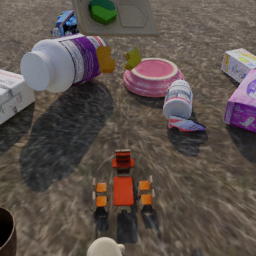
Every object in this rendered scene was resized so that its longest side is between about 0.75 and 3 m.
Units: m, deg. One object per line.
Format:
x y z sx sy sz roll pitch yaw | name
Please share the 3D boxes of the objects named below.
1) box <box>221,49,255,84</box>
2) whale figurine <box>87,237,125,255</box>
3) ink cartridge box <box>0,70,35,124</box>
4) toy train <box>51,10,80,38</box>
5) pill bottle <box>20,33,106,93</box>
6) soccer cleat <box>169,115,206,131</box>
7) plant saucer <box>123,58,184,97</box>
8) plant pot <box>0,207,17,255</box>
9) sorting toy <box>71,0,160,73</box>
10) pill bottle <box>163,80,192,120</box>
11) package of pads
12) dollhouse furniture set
4.101 -2.153 9.914 0.808 0.728 1.437 -14 42 -17 | box
-0.307 2.322 4.804 0.896 0.465 0.713 39 53 7 | whale figurine
-4.042 -0.852 8.150 1.548 0.875 2.114 16 39 19 | ink cartridge box
-2.672 -4.679 12.861 1.310 0.994 2.293 -1 41 12 | toy train
-1.915 -2.060 8.782 1.565 1.565 2.783 20 32 22 | pill bottle
1.627 -0.053 7.735 1.047 0.383 0.357 15 -1 -5 | soccer cleat
0.899 -1.850 9.708 2.124 0.538 2.124 0 40 0 | plant saucer
-2.258 1.986 4.681 0.925 0.990 0.925 1 40 0 | plant pot
-0.207 -2.578 6.344 2.101 0.378 2.820 -6 73 -27 | sorting toy
1.495 -0.835 8.269 0.798 0.798 1.335 8 39 10 | pill bottle
3.893 -0.820 8.155 1.426 0.895 2.366 21 43 28 | package of pads
-0.107 1.132 5.986 1.273 0.656 1.259 -2 40 -2 | dollhouse furniture set
